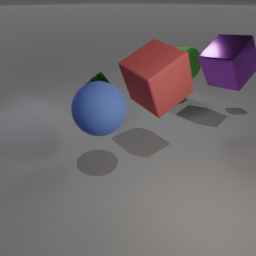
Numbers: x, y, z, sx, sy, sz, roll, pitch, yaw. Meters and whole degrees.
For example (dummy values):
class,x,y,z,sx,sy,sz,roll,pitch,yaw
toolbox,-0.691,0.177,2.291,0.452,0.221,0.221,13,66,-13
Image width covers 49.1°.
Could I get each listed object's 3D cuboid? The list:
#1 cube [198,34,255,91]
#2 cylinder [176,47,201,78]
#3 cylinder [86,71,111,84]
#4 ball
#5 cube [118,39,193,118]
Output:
class,x,y,z,sx,sy,sz,roll,pitch,yaw
cube,3.691,-2.414,10.241,1.400,1.400,1.400,-46,39,-16
cylinder,2.408,-3.031,13.006,1.400,1.400,1.400,-19,24,-33
cylinder,-0.978,-1.452,9.593,0.700,0.700,0.700,-38,11,9
ball,-0.741,-0.490,7.168,1.400,1.400,1.400,0,27,0
cube,0.823,-1.438,8.002,1.400,1.400,1.400,-37,47,-14
